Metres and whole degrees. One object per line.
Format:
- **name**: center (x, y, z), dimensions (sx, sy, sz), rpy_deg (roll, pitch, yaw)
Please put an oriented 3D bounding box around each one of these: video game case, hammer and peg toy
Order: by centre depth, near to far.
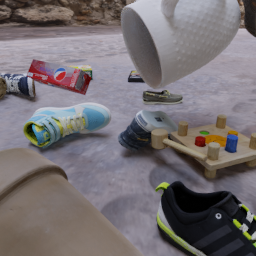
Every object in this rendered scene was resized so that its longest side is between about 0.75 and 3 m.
- **hammer and peg toy**: center (1.754, 0.442, 6.343), dimensions (2.286, 0.806, 1.681), rpy_deg (-10, 28, -22)
- **video game case**: center (0.979, -2.519, 13.660), dimensions (1.809, 0.231, 1.634), rpy_deg (2, 24, 7)

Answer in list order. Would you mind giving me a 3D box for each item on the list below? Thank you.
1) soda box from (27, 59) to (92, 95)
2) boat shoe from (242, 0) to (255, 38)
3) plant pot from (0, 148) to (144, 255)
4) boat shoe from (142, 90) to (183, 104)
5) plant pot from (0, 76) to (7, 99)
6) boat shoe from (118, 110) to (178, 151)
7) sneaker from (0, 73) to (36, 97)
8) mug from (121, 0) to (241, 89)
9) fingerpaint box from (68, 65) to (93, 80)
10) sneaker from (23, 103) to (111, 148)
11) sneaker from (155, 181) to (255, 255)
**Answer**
- **soda box**: center (-1.390, -1.028, 5.636), dimensions (1.256, 0.398, 0.440), rpy_deg (17, -6, 25)
- **boat shoe**: center (2.997, -2.869, 6.289), dimensions (0.647, 1.764, 0.657), rpy_deg (-30, 57, 5)
- **plant pot**: center (-0.756, 1.538, 2.685), dimensions (1.881, 2.167, 2.167), rpy_deg (24, 30, 13)
- **boat shoe**: center (1.294, -1.160, 10.323), dimensions (1.539, 0.460, 0.550), rpy_deg (-2, 24, -4)
- **plant pot**: center (-5.405, -1.675, 10.634), dimensions (1.307, 1.428, 1.428), rpy_deg (25, 32, 21)
- **boat shoe**: center (0.560, 0.079, 7.257), dimensions (2.094, 0.951, 0.741), rpy_deg (7, 45, -58)
- **sneaker**: center (-4.428, -1.699, 11.011), dimensions (1.317, 0.851, 2.428), rpy_deg (-6, 17, -25)
- **mug**: center (1.383, -2.534, 6.607), dimensions (2.479, 2.827, 2.087), rpy_deg (-27, 73, -10)
- **fingerpaint box**: center (-2.501, -2.685, 13.658), dimensions (1.429, 0.524, 1.192), rpy_deg (-5, 25, -12)
- **sneaker**: center (-1.621, -0.020, 7.296), dimensions (2.267, 0.902, 1.480), rpy_deg (-6, 21, 9)
- **sneaker**: center (1.419, 1.431, 3.821), dimensions (2.473, 1.024, 0.887), rpy_deg (15, 28, 30)
